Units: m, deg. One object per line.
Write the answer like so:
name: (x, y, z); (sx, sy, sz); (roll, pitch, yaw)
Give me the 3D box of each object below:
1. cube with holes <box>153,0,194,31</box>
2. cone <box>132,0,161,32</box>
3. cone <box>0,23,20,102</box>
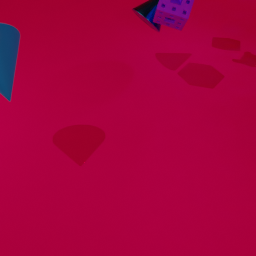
cube with holes: (1.388, -3.666, 8.394); (0.946, 0.946, 0.946); (17, 89, -1)
cone: (0.981, -4.119, 9.441); (1.223, 1.219, 1.219); (-51, 58, 12)
cone: (-2.801, -1.229, 6.050); (1.432, 1.432, 1.437); (-21, 86, -17)
